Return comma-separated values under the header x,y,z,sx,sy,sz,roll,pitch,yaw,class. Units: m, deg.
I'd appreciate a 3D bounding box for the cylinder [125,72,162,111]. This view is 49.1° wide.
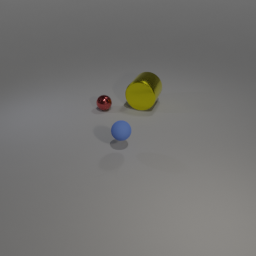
x,y,z,sx,sy,sz,roll,pitch,yaw,class
0.744,-1.709,12.884,1.400,1.400,1.400,10,31,16,cylinder

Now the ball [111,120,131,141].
x,y,z,sx,sy,sz,roll,pitch,yaw,class
-0.232,0.089,9.582,0.700,0.700,0.700,0,30,0,ball

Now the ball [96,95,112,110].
x,y,z,sx,sy,sz,roll,pitch,yaw,class
-1.076,-1.141,12.619,0.700,0.700,0.700,0,30,0,ball
